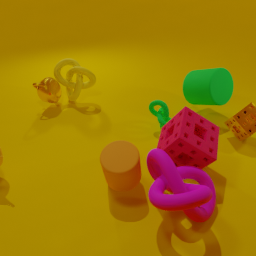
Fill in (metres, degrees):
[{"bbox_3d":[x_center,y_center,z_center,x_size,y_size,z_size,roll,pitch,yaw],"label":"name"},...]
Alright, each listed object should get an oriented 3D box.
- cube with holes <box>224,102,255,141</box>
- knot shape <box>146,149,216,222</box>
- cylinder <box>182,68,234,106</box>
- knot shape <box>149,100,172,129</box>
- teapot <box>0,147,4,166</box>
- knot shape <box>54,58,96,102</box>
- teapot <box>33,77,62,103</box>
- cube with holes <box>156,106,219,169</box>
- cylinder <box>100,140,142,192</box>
[{"bbox_3d":[3.370,-0.166,8.023,0.712,0.712,0.712,-35,79,-8],"label":"cube with holes"},{"bbox_3d":[0.985,1.116,5.792,1.699,0.839,1.816,41,15,35],"label":"knot shape"},{"bbox_3d":[2.608,-1.337,9.173,1.177,1.177,1.177,-22,17,-30],"label":"cylinder"},{"bbox_3d":[1.068,-0.341,8.517,0.488,0.988,1.056,-34,78,1],"label":"knot shape"},{"bbox_3d":[-3.293,0.597,6.456,1.389,0.680,0.863,22,8,34],"label":"teapot"},{"bbox_3d":[-1.824,-1.757,9.994,1.433,1.531,0.707,-6,17,25],"label":"knot shape"},{"bbox_3d":[-2.787,-1.280,9.843,0.720,1.470,0.914,-10,73,19],"label":"teapot"},{"bbox_3d":[1.425,0.347,6.761,1.027,1.027,1.027,30,49,-11],"label":"cube with holes"},{"bbox_3d":[-0.146,0.861,6.306,0.862,0.862,0.862,-3,51,4],"label":"cylinder"}]
